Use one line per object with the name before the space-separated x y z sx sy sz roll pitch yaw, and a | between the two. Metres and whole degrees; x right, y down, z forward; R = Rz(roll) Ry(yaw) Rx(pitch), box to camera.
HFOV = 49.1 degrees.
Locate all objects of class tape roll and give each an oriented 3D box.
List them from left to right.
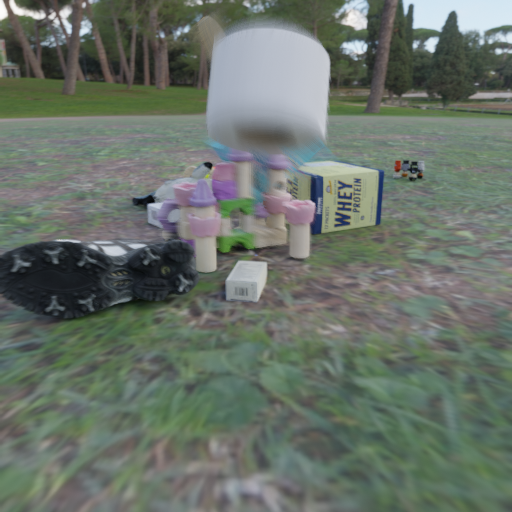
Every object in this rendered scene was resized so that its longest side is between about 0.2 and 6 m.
tape roll | 0.163 -2.128 7.545 1.606 1.103 1.606 4 -8 1

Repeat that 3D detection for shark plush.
shark plush | -1.614 -1.189 12.402 2.414 1.097 1.005 -16 -8 17

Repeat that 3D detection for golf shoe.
golf shoe | -2.002 0.231 7.139 2.436 0.947 1.151 0 5 -21

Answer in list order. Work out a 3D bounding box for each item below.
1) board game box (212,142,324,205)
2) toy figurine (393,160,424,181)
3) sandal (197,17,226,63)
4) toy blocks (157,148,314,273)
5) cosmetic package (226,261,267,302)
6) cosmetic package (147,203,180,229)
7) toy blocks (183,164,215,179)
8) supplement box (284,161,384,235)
board game box | 0.235 -1.877 9.536 1.638 1.236 0.384 -42 33 -10
toy figurine | 4.424 -2.467 16.195 0.800 0.556 0.787 11 15 37
sandal | 0.067 -3.404 11.187 0.952 3.526 1.416 -37 -13 14
toy blocks | -0.409 -1.026 9.098 2.072 1.866 2.217 -9 20 -22
cosmetic package | -0.120 0.334 7.537 0.433 0.293 0.824 3 18 11
cosmetic package | -1.541 -0.863 11.199 1.114 0.397 0.565 -12 21 -34
toy blocks | -0.857 -2.175 15.021 1.455 0.634 1.745 11 21 31
supplement box | 1.372 -1.220 11.161 1.628 1.094 1.629 -9 20 -28
